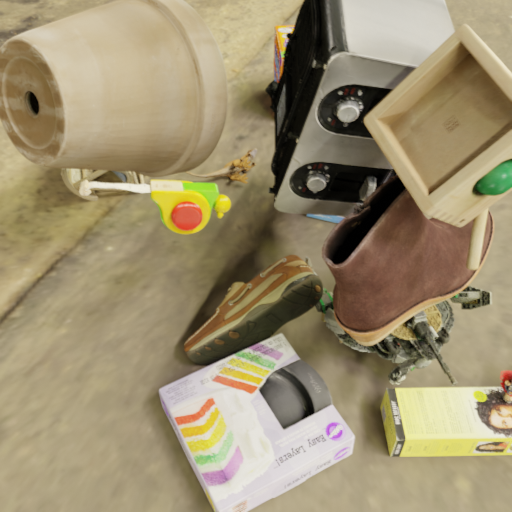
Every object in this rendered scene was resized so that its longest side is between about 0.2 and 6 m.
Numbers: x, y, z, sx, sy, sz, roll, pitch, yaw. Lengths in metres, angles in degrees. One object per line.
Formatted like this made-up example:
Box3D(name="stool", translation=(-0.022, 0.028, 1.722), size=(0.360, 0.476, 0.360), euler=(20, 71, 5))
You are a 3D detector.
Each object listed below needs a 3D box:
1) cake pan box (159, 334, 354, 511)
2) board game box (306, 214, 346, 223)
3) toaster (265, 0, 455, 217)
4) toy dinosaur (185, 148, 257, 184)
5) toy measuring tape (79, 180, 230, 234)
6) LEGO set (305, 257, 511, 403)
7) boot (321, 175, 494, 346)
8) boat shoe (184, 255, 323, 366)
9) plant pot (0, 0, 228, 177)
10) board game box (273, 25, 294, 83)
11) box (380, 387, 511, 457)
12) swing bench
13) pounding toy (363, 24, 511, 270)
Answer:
Box3D(name="cake pan box", translation=(0.006, 2.151, 7.356), size=(2.032, 0.531, 1.871), euler=(-20, 51, -19))
Box3D(name="board game box", translation=(1.836, -1.566, 9.946), size=(1.599, 2.006, 0.972), euler=(13, 47, 13))
Box3D(name="toaster", translation=(1.199, -2.240, 7.423), size=(1.694, 2.582, 2.855), euler=(9, 53, -10))
Box3D(name="toy dinosaur", translation=(-0.534, -1.713, 11.291), size=(1.634, 0.493, 0.868), euler=(-26, 27, -30))
Box3D(name="toy measuring tape", translation=(-1.190, -0.577, 6.736), size=(1.772, 0.652, 0.652), euler=(0, 45, -12))
Box3D(name="LEGO set", translation=(2.580, 1.164, 8.000), size=(4.154, 1.177, 2.698), euler=(35, 52, 25))
Box3D(name="boot", translation=(1.939, -0.200, 6.630), size=(2.697, 2.243, 0.976), euler=(-43, 56, -12))
Box3D(name="boat shoe", translation=(-0.078, 0.778, 8.109), size=(2.186, 0.827, 0.807), euler=(-33, 50, 6))
Box3D(name="plant pot", translation=(-2.125, -2.226, 7.780), size=(2.689, 2.689, 2.333), euler=(29, 35, 26))
Box3D(name="board game box", translation=(1.250, -4.181, 12.804), size=(1.591, 1.590, 1.589), euler=(-2, 46, -2))
Box3D(name="box", translation=(2.748, 2.163, 7.337), size=(2.070, 0.519, 0.779), euler=(-2, 45, -1))
Box3D(name="swing bench", translation=(-3.036, -1.915, 11.074), size=(1.488, 0.966, 1.480), euler=(-13, 47, -6))
Box3D(name="pounding toy", translation=(2.051, -0.956, 5.407), size=(1.141, 1.478, 1.605), euler=(10, 47, -47))
